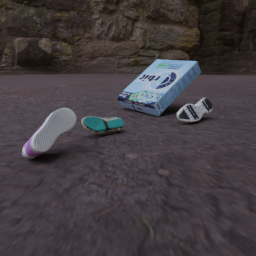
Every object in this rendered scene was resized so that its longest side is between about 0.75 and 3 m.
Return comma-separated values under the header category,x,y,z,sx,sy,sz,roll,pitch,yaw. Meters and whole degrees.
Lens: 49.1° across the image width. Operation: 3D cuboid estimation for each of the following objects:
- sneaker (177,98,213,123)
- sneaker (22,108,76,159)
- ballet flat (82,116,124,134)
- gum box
category,x,y,z,sx,sy,sz,roll,pitch,yaw
sneaker,1.967,-0.447,8.583,1.561,0.586,0.633,-20,-10,-41
sneaker,-1.557,0.097,5.389,0.725,0.461,1.272,-31,13,41
ballet flat,-0.646,-0.033,6.913,1.273,0.481,0.407,2,-26,-41
gum box,1.104,-1.584,10.341,2.463,0.549,2.093,-45,36,-21
